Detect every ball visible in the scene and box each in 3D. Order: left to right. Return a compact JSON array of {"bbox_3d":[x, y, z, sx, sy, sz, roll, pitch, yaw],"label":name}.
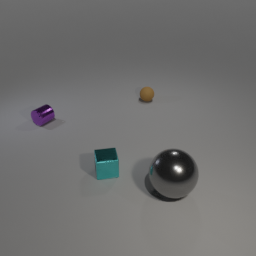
[{"bbox_3d":[0.908,-1.626,13.392,0.700,0.700,0.700,0,31,0],"label":"ball"},{"bbox_3d":[1.288,1.282,7.954,1.400,1.400,1.400,0,31,0],"label":"ball"}]

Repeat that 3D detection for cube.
[{"bbox_3d":[-0.682,1.126,8.893,0.700,0.700,0.700,-6,32,-9],"label":"cube"}]

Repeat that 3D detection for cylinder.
[{"bbox_3d":[-3.536,-0.540,11.638,0.700,0.700,0.700,20,37,29],"label":"cylinder"}]
